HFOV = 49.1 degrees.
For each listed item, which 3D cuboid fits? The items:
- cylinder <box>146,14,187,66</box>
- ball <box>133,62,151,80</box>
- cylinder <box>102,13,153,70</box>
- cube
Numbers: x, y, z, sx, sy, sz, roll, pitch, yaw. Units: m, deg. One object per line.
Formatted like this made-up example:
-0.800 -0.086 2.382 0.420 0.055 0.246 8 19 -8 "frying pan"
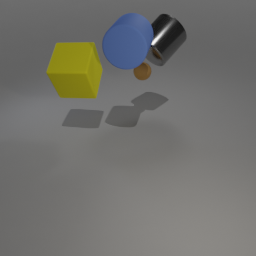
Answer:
1.273 -3.344 10.718 1.400 1.400 1.400 -49 46 -7 "cylinder"
0.563 -2.213 10.939 0.700 0.700 0.700 0 31 0 "ball"
0.029 -2.785 8.953 1.400 1.400 1.400 6 36 10 "cylinder"
-1.806 -2.000 9.833 1.400 1.400 1.400 2 60 10 "cube"
